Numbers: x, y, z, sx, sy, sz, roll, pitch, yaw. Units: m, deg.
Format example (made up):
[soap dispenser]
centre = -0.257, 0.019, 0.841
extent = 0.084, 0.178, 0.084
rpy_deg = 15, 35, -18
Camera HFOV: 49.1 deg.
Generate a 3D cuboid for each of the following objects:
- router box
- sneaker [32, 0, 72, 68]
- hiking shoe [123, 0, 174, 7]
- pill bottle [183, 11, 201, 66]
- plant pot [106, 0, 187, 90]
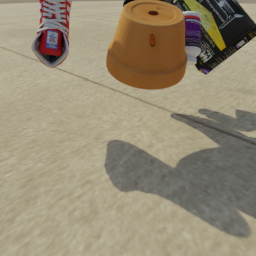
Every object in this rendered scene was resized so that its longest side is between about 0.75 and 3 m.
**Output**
[router box]
centre = 2.757, -3.631, 9.706
extent = 0.731, 2.200, 2.799
rpy_deg = 6, 53, -54
[sneaker]
centre = -2.016, -3.018, 7.485
extent = 1.020, 2.864, 1.611
rpy_deg = 2, 43, -7
[hiking shoe]
centre = 0.261, -3.798, 9.350
extent = 1.311, 2.604, 0.986
rpy_deg = 17, 58, -32
[pill bottle]
centre = 1.827, -2.747, 8.697
extent = 0.844, 1.501, 0.844
rpy_deg = 0, -2, 0
[plant pot]
centre = 0.554, -2.297, 7.378
extent = 2.244, 1.570, 2.244
rpy_deg = 3, 46, -3
